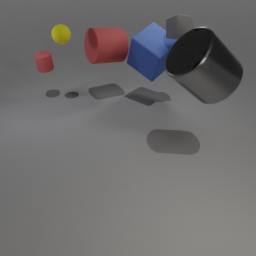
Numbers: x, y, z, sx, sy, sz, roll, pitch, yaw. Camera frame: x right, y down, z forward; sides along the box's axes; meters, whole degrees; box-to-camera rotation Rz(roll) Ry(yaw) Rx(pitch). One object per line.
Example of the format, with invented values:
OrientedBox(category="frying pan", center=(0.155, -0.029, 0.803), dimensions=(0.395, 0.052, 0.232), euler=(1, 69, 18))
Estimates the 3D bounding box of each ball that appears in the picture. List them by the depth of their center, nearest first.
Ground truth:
OrientedBox(category="ball", center=(-2.519, -3.535, 10.557), dimensions=(0.700, 0.700, 0.700), euler=(0, 31, 0))

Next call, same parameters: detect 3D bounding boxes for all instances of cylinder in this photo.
OrientedBox(category="cylinder", center=(1.889, -1.521, 6.998), dimensions=(1.400, 1.400, 1.400), euler=(31, 15, -33))
OrientedBox(category="cylinder", center=(-0.899, -3.400, 11.560), dimensions=(1.400, 1.400, 1.400), euler=(-11, 33, -29))
OrientedBox(category="cylinder", center=(-3.584, -2.839, 12.008), dimensions=(0.700, 0.700, 0.700), euler=(-1, 39, 1))

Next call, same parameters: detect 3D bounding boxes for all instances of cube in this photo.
OrientedBox(category="cube", center=(1.846, -3.610, 10.075), dimensions=(0.700, 0.700, 0.700), euler=(-3, 7, -26))
OrientedBox(category="cube", center=(0.989, -3.031, 11.234), dimensions=(1.400, 1.400, 1.400), euler=(40, 62, 13))
